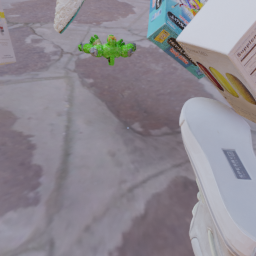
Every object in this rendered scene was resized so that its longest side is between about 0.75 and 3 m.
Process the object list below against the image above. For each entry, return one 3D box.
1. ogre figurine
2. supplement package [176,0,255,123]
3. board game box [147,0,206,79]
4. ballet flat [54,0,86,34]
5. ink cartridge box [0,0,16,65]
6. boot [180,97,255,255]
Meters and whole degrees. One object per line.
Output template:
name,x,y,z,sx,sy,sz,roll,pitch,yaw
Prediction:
ogre figurine,-0.471,-2.105,7.516,1.572,0.771,0.943,15,20,-22
supplement package,2.170,-1.089,4.666,1.282,2.341,1.332,-50,34,4
board game box,1.309,-2.556,6.631,1.749,0.544,2.317,28,52,-31
ballet flat,-1.694,-4.090,8.691,0.910,0.910,2.535,26,76,29
ink cartridge box,-3.611,-2.348,6.382,1.413,1.947,0.812,-8,15,9
boot,1.191,0.800,3.987,1.078,1.401,2.931,9,35,-3
